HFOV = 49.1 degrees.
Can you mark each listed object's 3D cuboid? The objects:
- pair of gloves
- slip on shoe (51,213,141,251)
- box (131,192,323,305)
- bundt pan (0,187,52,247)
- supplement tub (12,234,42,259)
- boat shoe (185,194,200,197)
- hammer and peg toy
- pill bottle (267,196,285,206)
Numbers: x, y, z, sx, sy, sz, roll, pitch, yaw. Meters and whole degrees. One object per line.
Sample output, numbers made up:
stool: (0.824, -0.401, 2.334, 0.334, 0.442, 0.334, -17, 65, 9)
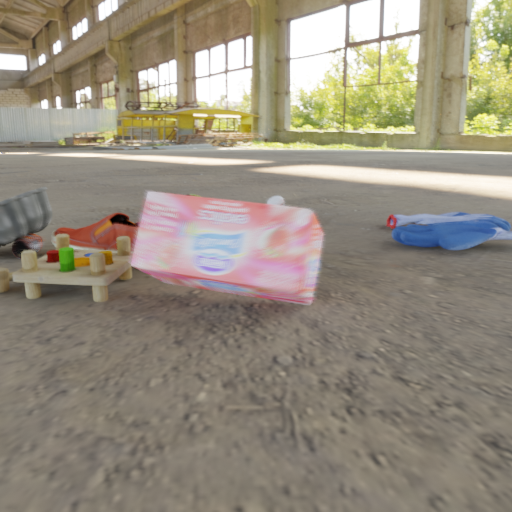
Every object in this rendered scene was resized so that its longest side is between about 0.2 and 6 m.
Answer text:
pair of gloves: (4.587, -0.593, 12.974, 2.982, 0.423, 3.709, 0, 13, 9)
slip on shoe: (-2.772, -0.407, 10.960, 2.923, 0.894, 1.083, 4, 9, 27)
box: (-0.371, -0.100, 8.165, 2.461, 1.165, 1.263, 8, -12, 15)
bundt pan: (-5.059, -0.622, 11.245, 2.133, 0.801, 2.133, -23, 11, 5)
supplement tub: (-4.615, -0.216, 11.375, 0.415, 0.415, 0.777, 0, 14, -1)
boat shoe: (-1.734, -1.166, 14.371, 0.961, 0.812, 2.697, 10, 17, 36)
hammer and peg toy: (-3.169, 0.124, 9.148, 2.184, 0.770, 1.606, 2, 16, 8)
pill bottle: (0.578, -1.136, 14.162, 0.402, 0.693, 0.402, -16, 37, 12)
